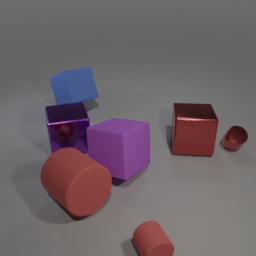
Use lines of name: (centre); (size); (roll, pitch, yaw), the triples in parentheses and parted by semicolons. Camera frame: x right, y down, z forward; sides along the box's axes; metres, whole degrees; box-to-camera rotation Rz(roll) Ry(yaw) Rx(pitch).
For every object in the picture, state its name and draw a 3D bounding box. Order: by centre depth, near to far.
cylinder: (0.552, 2.545, 6.181); (0.700, 0.700, 0.700); (-12, 27, -19)
cylinder: (-1.390, 1.396, 7.489); (1.400, 1.400, 1.400); (-25, 32, -35)
cube: (-0.259, 0.569, 8.552); (1.400, 1.400, 1.400); (8, 19, 33)
cylinder: (3.772, 0.372, 9.915); (0.700, 0.700, 0.700); (0, 65, 0)
cube: (2.303, 0.016, 9.979); (1.400, 1.400, 1.400); (2, 27, 5)
cube: (-2.134, 0.039, 10.048); (1.400, 1.400, 1.400); (-9, 32, -14)
cube: (-2.398, -1.815, 12.429); (1.400, 1.400, 1.400); (-22, 11, -40)
